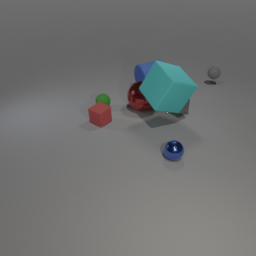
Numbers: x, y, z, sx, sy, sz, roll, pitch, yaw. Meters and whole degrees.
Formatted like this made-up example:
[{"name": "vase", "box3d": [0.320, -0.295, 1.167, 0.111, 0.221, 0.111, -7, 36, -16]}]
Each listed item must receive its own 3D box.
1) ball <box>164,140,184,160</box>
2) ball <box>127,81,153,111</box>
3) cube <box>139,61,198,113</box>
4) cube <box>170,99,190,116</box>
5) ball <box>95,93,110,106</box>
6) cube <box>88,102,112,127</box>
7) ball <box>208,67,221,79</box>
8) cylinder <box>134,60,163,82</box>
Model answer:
[{"name": "ball", "box3d": [1.592, 0.773, 9.695, 0.700, 0.700, 0.700, 0, 30, 0]}, {"name": "ball", "box3d": [0.657, -1.460, 12.827, 1.400, 1.400, 1.400, 0, 30, 0]}, {"name": "cube", "box3d": [1.571, -1.598, 11.099, 1.400, 1.400, 1.400, 3, 42, -39]}, {"name": "cube", "box3d": [2.303, -1.040, 12.787, 0.700, 0.700, 0.700, -17, 34, -29]}, {"name": "ball", "box3d": [-1.169, -1.265, 13.096, 0.700, 0.700, 0.700, 0, 30, 0]}, {"name": "cube", "box3d": [-1.180, -0.576, 11.892, 0.700, 0.700, 0.700, 25, 45, 32]}, {"name": "ball", "box3d": [4.786, -3.054, 15.565, 0.700, 0.700, 0.700, 0, 30, 0]}, {"name": "cylinder", "box3d": [1.244, -2.839, 15.082, 1.400, 1.400, 1.400, -16, 34, -18]}]
